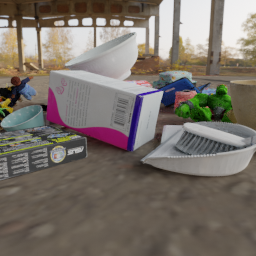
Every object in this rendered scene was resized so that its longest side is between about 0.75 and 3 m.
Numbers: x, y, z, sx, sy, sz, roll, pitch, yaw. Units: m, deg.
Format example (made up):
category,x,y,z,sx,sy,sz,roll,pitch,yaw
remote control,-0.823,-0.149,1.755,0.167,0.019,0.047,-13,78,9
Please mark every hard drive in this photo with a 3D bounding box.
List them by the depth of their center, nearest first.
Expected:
category,x,y,z,sx,sy,sz,roll,pitch,yaw
hard drive,1.437,0.238,7.055,1.148,0.229,1.741,2,13,9

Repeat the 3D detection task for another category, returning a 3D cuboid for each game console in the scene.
category,x,y,z,sx,sy,sz,roll,pitch,yaw
game console,2.299,-1.724,12.108,1.633,1.132,1.913,36,-35,-29

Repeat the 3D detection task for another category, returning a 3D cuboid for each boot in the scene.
category,x,y,z,sx,sy,sz,roll,pitch,yaw
boot,-3.423,-0.738,10.320,1.526,0.536,1.116,2,-1,-31

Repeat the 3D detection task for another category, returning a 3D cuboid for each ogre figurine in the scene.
category,x,y,z,sx,sy,sz,roll,pitch,yaw
ogre figurine,2.884,-0.633,8.990,2.482,1.218,1.488,-10,26,26

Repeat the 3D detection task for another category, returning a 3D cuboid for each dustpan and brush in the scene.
category,x,y,z,sx,sy,sz,roll,pitch,yaw
dustpan and brush,1.981,0.311,5.146,2.969,0.850,2.072,15,26,29

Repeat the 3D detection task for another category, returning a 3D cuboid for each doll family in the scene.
category,x,y,z,sx,sy,sz,roll,pitch,yaw
doll family,-3.348,-0.732,7.859,0.749,1.909,1.103,23,-13,19

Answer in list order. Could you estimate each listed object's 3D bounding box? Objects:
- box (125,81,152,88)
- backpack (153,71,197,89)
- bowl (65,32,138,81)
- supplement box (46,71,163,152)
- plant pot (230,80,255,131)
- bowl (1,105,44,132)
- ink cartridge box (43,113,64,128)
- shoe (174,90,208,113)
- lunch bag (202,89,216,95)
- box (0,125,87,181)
category,x,y,z,sx,sy,sz,roll,pitch,yaw
box,0.127,-1.084,10.487,1.343,1.239,2.618,-1,13,-1
backpack,2.281,-2.146,14.515,1.827,1.594,2.079,-14,11,-31
bowl,-0.695,-2.153,9.488,2.646,1.189,2.646,-22,22,10
supplement box,-0.640,-0.563,7.106,2.625,1.328,1.357,19,20,23
plant pot,3.501,-0.289,6.463,2.272,1.525,2.272,0,12,0
bowl,-2.655,-0.091,7.303,1.095,0.573,1.095,-13,30,8
ink cartridge box,-2.300,-0.280,9.162,1.738,0.537,2.142,-11,4,-37
shoe,2.763,-1.055,11.131,1.989,0.905,0.711,-4,14,-18
lunch bag,3.479,-1.264,12.280,1.278,0.799,1.698,4,14,18
box,-2.165,0.430,5.729,2.088,0.462,1.673,-12,18,-42
